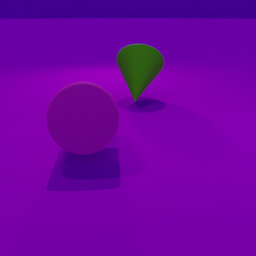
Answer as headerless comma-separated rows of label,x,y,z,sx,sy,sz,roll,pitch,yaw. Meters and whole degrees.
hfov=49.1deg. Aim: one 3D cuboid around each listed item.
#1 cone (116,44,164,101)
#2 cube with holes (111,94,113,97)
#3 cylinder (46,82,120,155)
cone,0.321,-1.575,9.338,1.676,1.676,1.683,3,61,8
cube with holes,-0.996,-0.548,7.912,0.849,0.849,0.849,-18,29,-35
cylinder,-0.885,-0.200,5.930,1.379,1.379,1.379,-1,2,-3
